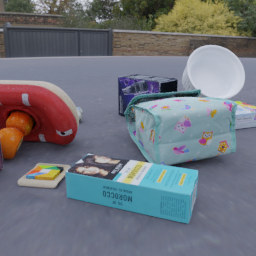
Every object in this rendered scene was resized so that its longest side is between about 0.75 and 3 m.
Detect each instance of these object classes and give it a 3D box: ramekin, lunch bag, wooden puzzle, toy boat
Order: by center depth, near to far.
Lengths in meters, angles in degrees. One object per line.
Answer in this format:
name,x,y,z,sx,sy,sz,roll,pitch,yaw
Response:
wooden puzzle,-1.735,0.961,5.896,0.828,0.167,0.895,3,18,8
toy boat,-2.760,-0.053,7.147,2.899,1.892,1.895,2,48,8
lunch bag,1.176,-0.154,7.159,2.116,1.514,2.484,-8,17,-14
ramekin,2.792,-1.693,9.445,1.957,1.957,0.954,-2,-16,-8

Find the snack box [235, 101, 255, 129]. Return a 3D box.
snack box,3.434,-0.449,9.628,2.149,0.569,1.528,-6,19,-18

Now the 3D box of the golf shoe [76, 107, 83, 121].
golf shoe,-2.480,-0.512,9.775,1.747,0.684,0.849,6,24,21

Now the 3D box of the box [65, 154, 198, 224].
box,0.072,1.015,5.090,2.247,0.552,0.925,6,19,19

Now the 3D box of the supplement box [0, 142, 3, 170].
supplement box,-3.735,0.637,4.930,1.717,1.354,2.623,2,18,7

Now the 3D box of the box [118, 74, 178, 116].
box,0.673,-1.089,10.144,2.029,1.501,1.058,15,24,42
